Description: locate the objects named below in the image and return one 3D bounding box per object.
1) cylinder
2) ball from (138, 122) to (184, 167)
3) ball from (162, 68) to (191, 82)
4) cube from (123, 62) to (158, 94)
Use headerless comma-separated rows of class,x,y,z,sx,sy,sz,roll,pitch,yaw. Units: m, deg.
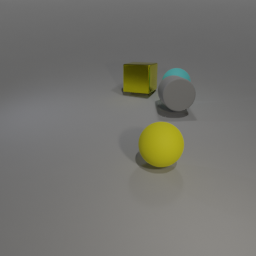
cylinder,2.091,-1.544,12.260,1.400,1.400,1.400,-1,15,-3
ball,1.020,0.503,8.651,1.400,1.400,1.400,0,28,0
ball,2.376,-2.242,13.826,1.400,1.400,1.400,0,28,0
cube,0.651,-2.619,14.430,1.400,1.400,1.400,7,20,21
